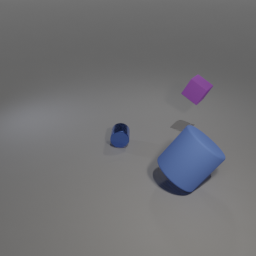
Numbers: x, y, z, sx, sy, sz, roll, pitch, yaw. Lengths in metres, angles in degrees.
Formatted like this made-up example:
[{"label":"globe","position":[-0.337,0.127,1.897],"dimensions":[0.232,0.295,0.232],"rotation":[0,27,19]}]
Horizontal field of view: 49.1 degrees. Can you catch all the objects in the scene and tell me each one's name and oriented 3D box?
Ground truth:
[{"label":"cylinder","position":[1.813,0.873,8.127],"dimensions":[1.400,1.400,1.400],"rotation":[35,19,-14]},{"label":"cube","position":[2.478,-1.373,10.024],"dimensions":[0.700,0.700,0.700],"rotation":[40,39,12]},{"label":"cylinder","position":[-0.290,0.272,10.505],"dimensions":[0.700,0.700,0.700],"rotation":[1,28,2]}]
